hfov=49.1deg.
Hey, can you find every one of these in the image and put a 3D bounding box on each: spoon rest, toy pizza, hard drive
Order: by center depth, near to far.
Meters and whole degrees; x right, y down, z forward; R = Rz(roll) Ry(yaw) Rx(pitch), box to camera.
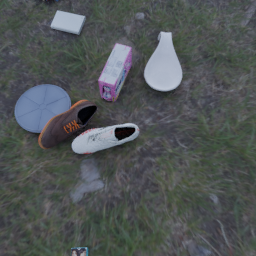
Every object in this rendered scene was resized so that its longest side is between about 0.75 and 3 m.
[{"bbox_3d":[-3.200,-0.734,10.629,2.111,0.334,2.111,-1,63,1],"label":"toy pizza"},{"bbox_3d":[1.445,-2.780,11.330,1.489,0.908,2.996,4,63,2],"label":"spoon rest"},{"bbox_3d":[-2.690,-4.756,12.607,1.362,0.179,0.898,15,75,10],"label":"hard drive"}]

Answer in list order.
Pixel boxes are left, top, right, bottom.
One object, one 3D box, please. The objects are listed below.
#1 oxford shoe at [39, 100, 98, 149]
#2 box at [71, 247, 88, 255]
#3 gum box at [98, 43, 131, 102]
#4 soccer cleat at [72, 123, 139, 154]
[{"bbox_3d":[-2.093,-0.158,9.876,2.431,0.865,0.882,-46,28,-19],"label":"oxford shoe"},{"bbox_3d":[-1.439,4.152,8.237,0.477,0.285,1.160,-2,64,-1],"label":"box"},{"bbox_3d":[-0.483,-2.101,10.850,0.661,1.134,1.999,18,65,9],"label":"gum box"},{"bbox_3d":[-0.767,0.316,9.628,2.404,1.024,0.825,-13,86,-7],"label":"soccer cleat"}]
